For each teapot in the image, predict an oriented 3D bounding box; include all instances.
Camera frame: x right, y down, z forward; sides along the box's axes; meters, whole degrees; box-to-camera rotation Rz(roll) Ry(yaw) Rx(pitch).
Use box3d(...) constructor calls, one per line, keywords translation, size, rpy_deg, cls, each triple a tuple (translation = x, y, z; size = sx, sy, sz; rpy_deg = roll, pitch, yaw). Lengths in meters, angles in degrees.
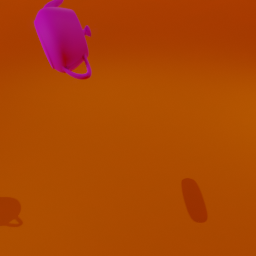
box3d(translation=(-0.778, -1.149, 3.477), size=(0.620, 1.267, 0.788), rpy_deg=(-22, -11, -10), cls="teapot")
